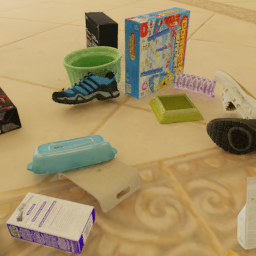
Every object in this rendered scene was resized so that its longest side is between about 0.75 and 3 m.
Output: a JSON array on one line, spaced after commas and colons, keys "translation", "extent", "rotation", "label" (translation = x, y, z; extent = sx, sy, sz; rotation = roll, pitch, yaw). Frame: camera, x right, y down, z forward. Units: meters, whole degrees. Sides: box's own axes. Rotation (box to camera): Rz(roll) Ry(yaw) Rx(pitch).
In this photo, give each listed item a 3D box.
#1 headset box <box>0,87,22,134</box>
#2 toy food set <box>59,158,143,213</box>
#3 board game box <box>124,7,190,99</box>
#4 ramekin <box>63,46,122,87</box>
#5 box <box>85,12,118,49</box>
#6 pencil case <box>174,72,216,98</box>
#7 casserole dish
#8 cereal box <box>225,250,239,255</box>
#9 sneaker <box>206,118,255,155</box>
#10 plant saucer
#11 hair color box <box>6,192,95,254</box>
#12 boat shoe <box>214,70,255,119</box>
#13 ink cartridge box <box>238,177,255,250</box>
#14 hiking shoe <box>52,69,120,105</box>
[{"translation": [-4.610, -0.543, 9.054], "extent": [1.569, 0.792, 2.111], "rotation": [-22, 40, -29], "label": "headset box"}, {"translation": [-0.680, 1.241, 6.757], "extent": [1.746, 0.527, 1.253], "rotation": [21, 37, 41], "label": "toy food set"}, {"translation": [1.122, -2.913, 10.774], "extent": [2.774, 2.833, 0.792], "rotation": [-29, 44, -35], "label": "board game box"}, {"translation": [-1.361, -2.352, 11.301], "extent": [2.339, 1.142, 2.339], "rotation": [-4, 35, 2], "label": "ramekin"}, {"translation": [-1.369, -4.623, 14.138], "extent": [1.055, 1.889, 2.676], "rotation": [-12, 36, -16], "label": "box"}, {"translation": [2.560, -1.660, 10.813], "extent": [1.640, 0.701, 0.688], "rotation": [18, 38, 25], "label": "pencil case"}, {"translation": [-1.440, 0.608, 7.243], "extent": [2.341, 0.454, 1.418], "rotation": [-11, 14, -15], "label": "casserole dish"}, {"translation": [2.103, 3.022, 4.092], "extent": [2.111, 0.417, 1.519], "rotation": [26, 42, 33], "label": "cereal box"}, {"translation": [3.567, 0.164, 8.061], "extent": [2.645, 1.004, 1.200], "rotation": [11, 25, 4], "label": "sneaker"}, {"translation": [1.660, -0.760, 9.763], "extent": [1.544, 0.370, 1.542], "rotation": [-6, 34, -9], "label": "plant saucer"}, {"translation": [-1.531, 1.906, 5.705], "extent": [1.533, 0.497, 0.838], "rotation": [10, 36, 12], "label": "hair color box"}, {"translation": [3.576, -0.995, 9.450], "extent": [0.957, 0.937, 2.704], "rotation": [26, 25, -39], "label": "boat shoe"}, {"translation": [2.729, 1.540, 5.397], "extent": [1.174, 1.458, 0.365], "rotation": [-5, 9, -7], "label": "ink cartridge box"}, {"translation": [-1.518, -1.430, 9.937], "extent": [2.456, 1.065, 0.914], "rotation": [-11, 4, -25], "label": "hiking shoe"}]
